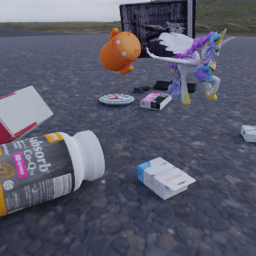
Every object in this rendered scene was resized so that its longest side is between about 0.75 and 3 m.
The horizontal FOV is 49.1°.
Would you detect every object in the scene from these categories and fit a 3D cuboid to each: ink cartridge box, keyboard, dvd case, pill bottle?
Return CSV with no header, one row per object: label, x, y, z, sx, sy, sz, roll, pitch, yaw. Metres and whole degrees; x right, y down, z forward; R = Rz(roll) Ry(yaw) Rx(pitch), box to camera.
ink cartridge box,-3.810,0.101,8.118,2.640,1.093,1.924,-31,9,25
keyboard,2.864,-2.535,16.871,2.475,0.317,1.486,8,31,16
dvd case,1.142,-3.686,10.604,2.790,2.075,0.223,2,35,14
ink cartridge box,4.663,0.211,10.574,0.580,0.329,0.791,2,24,6
ink cartridge box,1.024,1.414,7.651,0.850,0.490,1.468,-15,28,-31
ink cartridge box,1.530,-1.472,14.375,1.055,0.413,2.228,11,24,23
pill bottle,-2.157,1.014,7.100,2.855,1.661,1.661,-15,28,-28

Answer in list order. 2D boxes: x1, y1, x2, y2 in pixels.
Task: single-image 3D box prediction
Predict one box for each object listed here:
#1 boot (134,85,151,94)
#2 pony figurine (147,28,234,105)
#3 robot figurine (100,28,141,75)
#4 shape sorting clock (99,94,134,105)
boot,0.945,-2.236,16.202,0.979,0.321,0.807,-11,27,-33
pony figurine,1.668,-1.748,7.739,2.092,2.167,1.805,11,42,15
robot figurine,-0.307,-2.883,10.593,1.163,1.435,1.995,22,-22,-29
shape sorting clock,-0.578,-1.515,14.469,1.784,0.350,1.784,0,24,0
